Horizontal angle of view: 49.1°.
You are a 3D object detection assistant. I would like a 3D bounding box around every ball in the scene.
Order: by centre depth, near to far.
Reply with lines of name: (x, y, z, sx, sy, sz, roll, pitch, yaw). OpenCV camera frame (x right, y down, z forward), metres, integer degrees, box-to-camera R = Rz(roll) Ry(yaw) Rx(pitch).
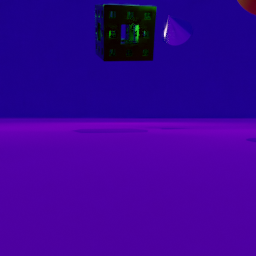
ball: (2.369, -2.482, 4.537, 1.265, 1.265, 1.265, 0, 2, 0)

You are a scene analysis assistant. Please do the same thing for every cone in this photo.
cone: (1.390, -3.151, 8.520, 0.913, 0.913, 0.916, 1, -13, 28)

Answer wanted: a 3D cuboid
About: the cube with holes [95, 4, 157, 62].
cube with holes: (-0.123, -2.552, 7.461, 1.310, 1.310, 1.310, -4, 24, -15)
